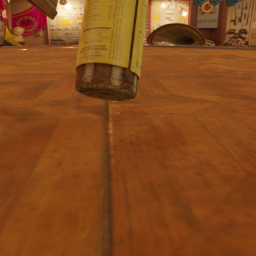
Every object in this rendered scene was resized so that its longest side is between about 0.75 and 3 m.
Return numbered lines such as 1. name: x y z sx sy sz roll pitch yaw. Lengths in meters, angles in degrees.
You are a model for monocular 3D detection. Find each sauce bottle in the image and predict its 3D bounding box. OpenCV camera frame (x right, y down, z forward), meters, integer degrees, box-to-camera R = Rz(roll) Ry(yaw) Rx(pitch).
1. sauce bottle: -0.129 -1.691 3.700 0.849 2.625 0.849 8 -9 1

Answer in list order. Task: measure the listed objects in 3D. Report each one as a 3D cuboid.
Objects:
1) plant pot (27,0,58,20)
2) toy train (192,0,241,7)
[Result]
1. plant pot: -2.619 -4.007 7.571 2.085 0.962 2.085 38 4 -3
2. toy train: 2.034 -3.585 6.085 2.655 1.517 1.151 -19 62 -40
